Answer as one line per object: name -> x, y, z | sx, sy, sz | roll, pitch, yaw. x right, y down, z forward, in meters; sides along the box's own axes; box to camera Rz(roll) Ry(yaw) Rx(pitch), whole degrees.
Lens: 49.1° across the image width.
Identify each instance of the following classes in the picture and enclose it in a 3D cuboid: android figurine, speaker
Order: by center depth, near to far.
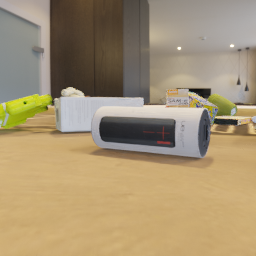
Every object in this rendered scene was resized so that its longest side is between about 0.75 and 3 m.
speaker -> 0.475, 0.039, 6.028 | 2.456, 0.997, 0.997 | 4, 7, 29
android figurine -> -4.088, -0.524, 10.042 | 2.681, 0.551, 2.440 | -24, -1, -33

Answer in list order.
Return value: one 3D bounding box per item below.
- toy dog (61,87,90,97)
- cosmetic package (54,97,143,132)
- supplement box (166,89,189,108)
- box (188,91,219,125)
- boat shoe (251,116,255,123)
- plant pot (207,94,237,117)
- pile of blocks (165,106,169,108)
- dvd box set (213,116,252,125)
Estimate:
toy dog -> -2.417, -0.892, 13.612 | 2.303, 1.657, 2.375 | 37, -7, -17
cosmetic package -> -1.076, -0.528, 10.324 | 2.994, 1.215, 1.690 | -3, 5, -22
supplement box -> 2.158, -0.908, 12.246 | 0.954, 1.514, 0.557 | -2, -2, 6
box -> 3.159, -1.012, 13.086 | 0.800, 0.872, 2.490 | 11, 19, -17
boat shoe -> 6.305, -0.387, 13.597 | 0.941, 0.323, 0.266 | 4, -2, -24
plant pot -> 5.826, -1.214, 17.223 | 1.469, 1.469, 1.570 | -5, 23, -39
pile of blocks -> 1.239, -0.381, 10.649 | 1.147, 0.868, 2.794 | 2, 6, 18
dvd box set -> 4.868, -0.372, 13.357 | 1.451, 0.292, 1.983 | 5, 7, 39
